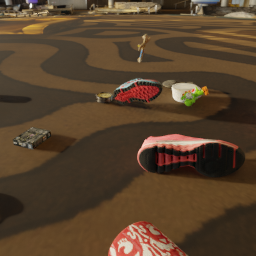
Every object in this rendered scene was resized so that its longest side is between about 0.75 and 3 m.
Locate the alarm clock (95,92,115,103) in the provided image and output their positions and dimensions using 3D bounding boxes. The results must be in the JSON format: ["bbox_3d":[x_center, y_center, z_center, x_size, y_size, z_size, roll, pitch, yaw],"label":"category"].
[{"bbox_3d":[-0.928,-1.316,12.188,1.030,0.343,0.695,-6,27,-6],"label":"alarm clock"}]

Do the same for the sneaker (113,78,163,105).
[{"bbox_3d":[0.466,-1.676,11.201,2.411,0.956,1.152,-1,41,45],"label":"sneaker"}]

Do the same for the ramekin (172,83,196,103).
[{"bbox_3d":[2.517,-1.544,12.388,1.196,0.557,1.196,0,27,0],"label":"ramekin"}]

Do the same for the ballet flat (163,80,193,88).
[{"bbox_3d":[2.444,-2.050,13.665,1.583,0.367,0.533,9,49,28],"label":"ballet flat"}]

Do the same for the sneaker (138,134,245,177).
[{"bbox_3d":[1.735,0.558,7.823,2.860,1.054,1.241,3,27,6],"label":"sneaker"}]

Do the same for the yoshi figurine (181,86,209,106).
[{"bbox_3d":[2.740,-1.246,11.445,1.122,0.631,0.628,-19,53,19],"label":"yoshi figurine"}]

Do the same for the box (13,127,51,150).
[{"bbox_3d":[-3.132,0.313,9.193,0.778,0.211,0.971,10,29,19],"label":"box"}]

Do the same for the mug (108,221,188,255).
[{"bbox_3d":[0.675,2.507,4.323,1.254,1.668,1.880,-48,38,-8],"label":"mug"}]

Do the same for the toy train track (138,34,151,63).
[{"bbox_3d":[0.569,-3.390,11.874,0.241,1.484,0.851,35,61,13],"label":"toy train track"}]
